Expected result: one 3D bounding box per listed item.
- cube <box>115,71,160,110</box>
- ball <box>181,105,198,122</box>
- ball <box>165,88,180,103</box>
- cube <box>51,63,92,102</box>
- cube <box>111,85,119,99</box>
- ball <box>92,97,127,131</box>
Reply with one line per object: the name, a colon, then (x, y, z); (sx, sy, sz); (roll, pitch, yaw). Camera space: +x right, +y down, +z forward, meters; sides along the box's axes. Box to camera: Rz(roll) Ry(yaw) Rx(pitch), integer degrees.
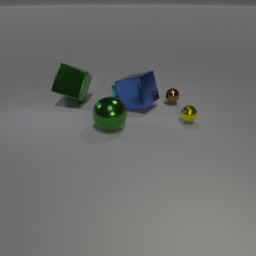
cube: (0.451, -1.776, 13.252); (1.400, 1.400, 1.400); (-2, 21, 36)
ball: (2.591, -0.612, 11.864); (0.700, 0.700, 0.700); (0, 27, 0)
ball: (2.186, -1.604, 13.773); (0.700, 0.700, 0.700); (0, 27, 0)
cube: (-2.689, -2.181, 13.596); (1.400, 1.400, 1.400); (18, 3, 2)
cube: (-0.427, -1.803, 14.361); (0.700, 0.700, 0.700); (-12, 29, -9)
ball: (-0.734, -0.565, 11.316); (1.400, 1.400, 1.400); (0, 27, 0)
